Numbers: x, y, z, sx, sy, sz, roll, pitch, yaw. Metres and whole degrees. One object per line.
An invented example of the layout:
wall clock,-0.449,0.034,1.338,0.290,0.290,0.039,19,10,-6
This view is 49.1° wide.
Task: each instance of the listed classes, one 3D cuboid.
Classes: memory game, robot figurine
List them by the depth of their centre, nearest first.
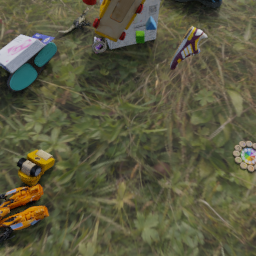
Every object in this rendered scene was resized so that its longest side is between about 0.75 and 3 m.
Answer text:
robot figurine,-3.685,2.622,8.785,2.151,0.626,1.560,-19,61,-11
memory game,4.365,1.000,10.023,1.206,0.077,1.206,0,60,0

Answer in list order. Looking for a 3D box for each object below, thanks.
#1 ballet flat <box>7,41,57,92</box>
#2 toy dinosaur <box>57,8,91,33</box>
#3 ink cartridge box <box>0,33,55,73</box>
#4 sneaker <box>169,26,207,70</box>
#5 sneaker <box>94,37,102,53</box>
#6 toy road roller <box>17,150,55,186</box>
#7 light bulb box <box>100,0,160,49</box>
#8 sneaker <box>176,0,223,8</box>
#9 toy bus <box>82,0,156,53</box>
ballet flat,-4.070,-2.604,11.672,0.999,0.999,2.735,30,71,16
toy dinosaur,-2.324,-4.916,13.177,0.866,0.467,1.966,28,63,31
ink cartridge box,-4.369,-3.307,11.546,2.244,0.486,2.203,-46,40,-13
sneaker,1.932,-2.463,9.113,0.695,1.543,0.578,29,35,1
sneaker,-1.328,-3.725,12.564,0.396,0.361,0.896,1,59,-8
toy road roller,-3.170,1.389,9.527,0.765,0.909,1.245,26,27,14
light bulb box,0.048,-4.921,12.110,2.266,2.286,1.427,-16,62,-10
sneaker,3.341,-6.920,13.878,2.904,1.190,1.063,13,62,8
toy bus,-0.350,-3.847,9.127,2.284,2.155,1.180,-9,52,12
